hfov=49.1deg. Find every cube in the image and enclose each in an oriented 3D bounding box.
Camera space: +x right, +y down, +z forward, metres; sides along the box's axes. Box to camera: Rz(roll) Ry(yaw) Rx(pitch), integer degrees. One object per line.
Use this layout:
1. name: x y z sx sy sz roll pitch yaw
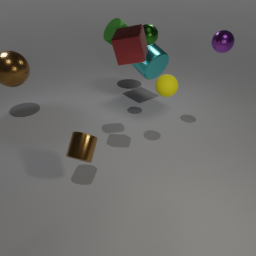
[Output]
1. cube: 0.060 -2.072 6.990 0.700 0.700 0.700 -4 40 16

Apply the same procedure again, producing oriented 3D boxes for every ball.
1. ball: 1.203 -1.315 8.720 0.700 0.700 0.700 0 30 0
2. ball: -4.582 -2.305 10.962 1.400 1.400 1.400 0 30 0
3. ball: 3.010 -2.739 8.884 0.700 0.700 0.700 0 30 0
4. ball: 0.687 -3.189 9.566 0.700 0.700 0.700 0 30 0

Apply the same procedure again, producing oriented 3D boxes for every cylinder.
1. cylinder: 0.875 -3.134 12.558 1.400 1.400 1.400 -23 59 -34
2. cylinder: -1.241 0.517 7.563 0.700 0.700 0.700 13 -10 2
3. cylinder: -0.203 -2.572 7.816 0.700 0.700 0.700 23 9 -43
